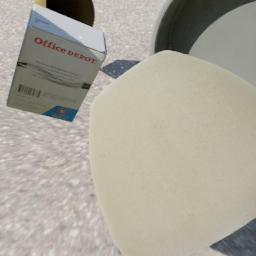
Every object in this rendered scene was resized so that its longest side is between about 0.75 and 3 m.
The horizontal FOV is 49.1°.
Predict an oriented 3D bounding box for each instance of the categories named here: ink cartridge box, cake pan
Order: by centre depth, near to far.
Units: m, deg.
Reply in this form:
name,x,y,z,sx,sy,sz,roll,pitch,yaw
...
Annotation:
name,x,y,z,sx,sy,sz,roll,pitch,yaw
cake pan,1.665,-1.017,3.913,2.724,2.724,0.500,13,39,14
ink cartridge box,-1.380,-1.110,5.303,1.352,1.870,0.788,15,44,-25

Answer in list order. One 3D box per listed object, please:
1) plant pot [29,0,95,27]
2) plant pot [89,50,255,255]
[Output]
name,x,y,z,sx,sy,sz,roll,pitch,yaw
plant pot,-1.995,-3.103,7.662,1.617,1.507,1.507,11,38,43
plant pot,0.480,0.069,3.330,2.409,2.409,1.617,-33,89,-32
